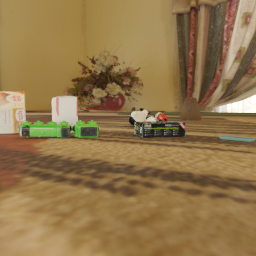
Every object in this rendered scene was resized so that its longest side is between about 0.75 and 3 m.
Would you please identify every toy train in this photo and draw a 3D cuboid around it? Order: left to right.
[{"bbox_3d":[-1.885,0.063,7.734,2.235,0.466,0.630,-1,15,-11],"label":"toy train"}]

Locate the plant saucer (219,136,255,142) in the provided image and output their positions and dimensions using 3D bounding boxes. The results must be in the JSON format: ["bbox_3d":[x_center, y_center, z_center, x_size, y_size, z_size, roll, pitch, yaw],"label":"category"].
[{"bbox_3d":[2.793,0.272,7.192,0.299,0.081,0.855,-4,5,-42],"label":"plant saucer"}]

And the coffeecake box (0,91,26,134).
[{"bbox_3d":[-4.683,-0.550,9.173,2.490,0.910,1.911,-2,23,-21],"label":"coffeecake box"}]

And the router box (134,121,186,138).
[{"bbox_3d":[0.921,0.017,8.322,1.325,0.412,0.993,-1,4,-12],"label":"router box"}]

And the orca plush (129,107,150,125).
[{"bbox_3d":[0.378,-0.459,12.815,0.672,0.994,1.890,-39,13,26],"label":"orca plush"}]

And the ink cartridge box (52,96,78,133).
[{"bbox_3d":[-2.192,-0.474,9.613,0.672,1.189,1.624,-2,5,-21],"label":"ink cartridge box"}]

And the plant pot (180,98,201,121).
[{"bbox_3d":[3.997,-1.206,17.835,1.346,1.440,1.346,0,4,0],"label":"plant pot"}]

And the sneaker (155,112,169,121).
[{"bbox_3d":[1.520,-0.299,12.545,0.673,0.611,1.586,15,14,14],"label":"sneaker"}]

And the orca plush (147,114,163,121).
[{"bbox_3d":[1.112,-0.201,11.222,0.425,0.629,1.195,33,-17,-15],"label":"orca plush"}]
